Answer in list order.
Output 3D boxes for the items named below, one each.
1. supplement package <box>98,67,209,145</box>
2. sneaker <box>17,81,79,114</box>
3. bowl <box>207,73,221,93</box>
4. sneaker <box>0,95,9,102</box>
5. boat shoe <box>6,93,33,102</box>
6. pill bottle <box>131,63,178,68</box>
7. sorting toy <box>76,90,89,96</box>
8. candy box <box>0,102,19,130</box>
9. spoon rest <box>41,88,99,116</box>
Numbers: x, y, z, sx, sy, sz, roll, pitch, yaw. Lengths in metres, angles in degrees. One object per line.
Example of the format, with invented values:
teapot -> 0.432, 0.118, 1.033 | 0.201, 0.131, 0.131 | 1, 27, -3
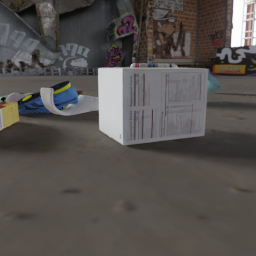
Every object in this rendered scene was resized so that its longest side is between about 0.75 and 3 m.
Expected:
supplement package -> 0.500, -0.594, 6.236 | 1.965, 1.481, 1.492 | -5, 14, -23
sneaker -> -2.663, -0.726, 8.918 | 2.248, 0.881, 0.741 | -18, 30, 8
bowl -> 4.609, -2.460, 15.899 | 1.252, 0.655, 1.252 | 26, 38, -22
sneaker -> -5.143, -1.274, 12.078 | 0.763, 0.281, 0.450 | -19, 15, -29
boat shoe -> -4.069, -0.935, 10.089 | 0.793, 0.638, 1.709 | -8, 6, 11
pill bottle -> 1.466, -1.986, 12.247 | 2.700, 1.615, 1.615 | 2, 13, 5
sorting toy -> -2.656, -1.774, 14.366 | 0.799, 0.280, 1.658 | 7, 14, 27
candy box -> -3.571, -0.235, 6.761 | 1.173, 0.568, 2.011 | -1, 11, -1
spoon rest -> -1.728, -0.756, 9.193 | 1.266, 0.772, 2.547 | 11, 3, 35
